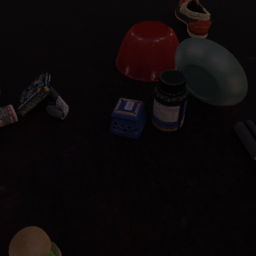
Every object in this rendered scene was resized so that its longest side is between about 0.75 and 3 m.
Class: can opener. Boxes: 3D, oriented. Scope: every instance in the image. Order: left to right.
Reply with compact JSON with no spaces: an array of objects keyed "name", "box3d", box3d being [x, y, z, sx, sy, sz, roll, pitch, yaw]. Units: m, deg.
[{"name":"can opener","box3d":[-2.100,-0.774,7.565,0.518,0.413,1.549,2,32,-47]},{"name":"can opener","box3d":[3.048,0.425,6.298,0.503,0.630,1.886,-7,45,-7]}]

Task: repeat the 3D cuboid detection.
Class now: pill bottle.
[{"name":"pill bottle","box3d":[-3.268,-0.251,7.089,0.802,0.464,0.464,-23,49,-23]},{"name":"pill bottle","box3d":[1.014,-0.634,6.776,0.814,1.456,0.814,0,45,0]}]

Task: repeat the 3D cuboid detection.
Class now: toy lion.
[{"name":"toy lion","box3d":[-1.692,2.888,3.797,2.600,0.893,2.492,36,62,30]}]

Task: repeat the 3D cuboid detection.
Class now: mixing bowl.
[{"name":"mixing bowl","box3d":[0.727,-2.618,8.965,2.249,1.218,2.249,0,46,0]}]

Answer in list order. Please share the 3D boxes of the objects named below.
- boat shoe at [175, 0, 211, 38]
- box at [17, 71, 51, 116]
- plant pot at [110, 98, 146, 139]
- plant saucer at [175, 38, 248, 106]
[{"name":"boat shoe","box3d":[2.591,-4.633,11.189,1.054,0.926,2.961,-4,44,-2]},{"name":"box","box3d":[-2.504,-0.926,7.502,1.064,0.245,0.846,-35,40,22]},{"name":"plant pot","box3d":[0.011,-0.286,6.972,0.776,0.698,0.776,11,46,13]},{"name":"plant saucer","box3d":[1.915,-1.243,7.043,2.117,2.117,0.407,35,70,30]}]
